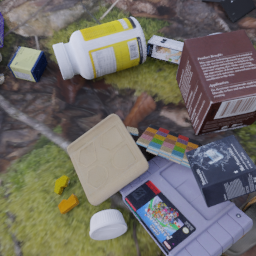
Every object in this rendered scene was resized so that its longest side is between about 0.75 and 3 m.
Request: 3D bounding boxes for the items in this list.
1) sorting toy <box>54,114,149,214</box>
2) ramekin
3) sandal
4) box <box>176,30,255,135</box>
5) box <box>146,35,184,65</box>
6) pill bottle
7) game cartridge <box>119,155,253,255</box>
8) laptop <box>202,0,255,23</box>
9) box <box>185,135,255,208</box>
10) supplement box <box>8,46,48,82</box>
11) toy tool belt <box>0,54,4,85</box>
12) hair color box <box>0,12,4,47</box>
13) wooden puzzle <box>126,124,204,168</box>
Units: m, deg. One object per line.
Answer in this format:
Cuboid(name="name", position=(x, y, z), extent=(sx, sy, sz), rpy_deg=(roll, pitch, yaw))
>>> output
Cuboid(name="sorting toy", position=(-0.907, 1.041, 7.526), extent=(2.596, 0.348, 1.934), rpy_deg=(-36, 58, 5))
Cuboid(name="ramekin", position=(-0.501, 2.351, 6.844), extent=(0.924, 0.924, 0.430), rpy_deg=(-11, 51, -6))
Cuboid(name="sandal", position=(3.307, 2.100, 7.017), extent=(2.809, 0.767, 1.148), rpy_deg=(-31, 66, -15))
Cuboid(name="box", position=(2.688, -1.287, 8.187), extent=(1.868, 1.849, 2.252), rpy_deg=(-11, 62, -4))
Cuboid(name="box", position=(1.483, -2.607, 9.481), extent=(1.624, 0.488, 0.947), rpy_deg=(17, 36, 8))
Cuboid(name="pill bottle", position=(-0.902, -2.474, 9.006), extent=(2.748, 1.539, 1.539), rpy_deg=(-18, 64, -9))
Cuboid(name="game cartridge", position=(1.149, 1.825, 6.718), extent=(1.880, 0.557, 2.901), rpy_deg=(-30, 43, -18))
Cuboid(name="laptop", position=(4.012, -4.955, 11.166), extent=(1.383, 0.856, 1.477), rpy_deg=(-36, 96, -17))
Cuboid(name="box", position=(1.874, 0.843, 5.639), extent=(1.093, 0.642, 1.075), rpy_deg=(-22, 34, 7))
Cuboid(name="supplement box", position=(-3.324, -2.126, 9.358), extent=(0.895, 0.602, 0.896), rpy_deg=(13, 63, 7))
Cuboid(name="toy tool belt", position=(-4.718, -2.224, 9.162), extent=(1.053, 1.036, 1.686), rpy_deg=(-15, 63, -8))
Cuboid(name="hair color box", position=(-5.020, -3.588, 10.213), extent=(0.807, 0.479, 1.477), rpy_deg=(-8, 60, -5))
Cuboid(name="wooden puzzle", position=(1.155, 0.453, 7.689), extent=(2.584, 0.182, 1.533), rpy_deg=(21, 23, 11))
